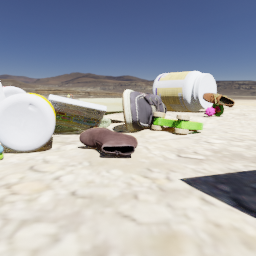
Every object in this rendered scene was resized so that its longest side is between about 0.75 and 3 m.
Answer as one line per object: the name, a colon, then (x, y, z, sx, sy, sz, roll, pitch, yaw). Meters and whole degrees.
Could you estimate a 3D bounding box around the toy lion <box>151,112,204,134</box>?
toy lion: (1.326, -0.102, 6.909, 1.267, 0.454, 1.321, 5, 4, -34)

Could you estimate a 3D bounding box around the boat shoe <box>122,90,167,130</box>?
boat shoe: (0.516, -0.496, 7.469, 0.923, 1.024, 2.848, -3, 0, 13)

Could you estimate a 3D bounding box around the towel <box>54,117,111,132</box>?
towel: (-1.539, -0.165, 7.305, 1.948, 0.355, 1.445, -3, 8, -23)

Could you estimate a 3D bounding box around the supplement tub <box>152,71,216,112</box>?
supplement tub: (2.827, -1.840, 14.198, 1.984, 1.984, 2.729, -7, 10, -44)

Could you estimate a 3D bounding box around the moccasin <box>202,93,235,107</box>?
moccasin: (3.432, -1.071, 10.615, 1.210, 0.443, 0.467, 24, -1, 11)

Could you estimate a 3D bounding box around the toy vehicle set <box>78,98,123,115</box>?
toy vehicle set: (-1.254, -0.628, 9.350, 1.809, 0.386, 2.912, -4, 0, -30)

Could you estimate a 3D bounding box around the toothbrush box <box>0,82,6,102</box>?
toothbrush box: (-3.719, -0.410, 5.519, 2.187, 0.933, 1.601, 3, 23, 32)

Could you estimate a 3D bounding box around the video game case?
video game case: (-1.148, -0.288, 6.107, 1.180, 0.135, 1.074, 11, -28, -13)

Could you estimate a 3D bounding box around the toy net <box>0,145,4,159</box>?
toy net: (-2.628, 0.337, 3.372, 2.018, 0.390, 1.059, -4, 11, -18)

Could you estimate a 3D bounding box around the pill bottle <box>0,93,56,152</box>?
pill bottle: (-1.760, -0.159, 4.976, 0.918, 0.918, 1.681, -2, 8, -14)

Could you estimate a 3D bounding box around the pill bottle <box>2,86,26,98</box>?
pill bottle: (-3.326, -0.512, 7.206, 1.076, 1.076, 1.857, -7, 9, -44)

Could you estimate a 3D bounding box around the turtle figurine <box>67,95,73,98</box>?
turtle figurine: (-2.553, -0.981, 11.421, 0.661, 0.820, 0.264, -1, 34, -32)

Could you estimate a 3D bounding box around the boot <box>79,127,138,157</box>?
boot: (-0.341, 0.208, 4.296, 0.982, 0.355, 0.817, 4, 6, 4)

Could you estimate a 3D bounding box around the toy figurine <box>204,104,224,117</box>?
toy figurine: (3.210, -0.648, 10.886, 0.711, 0.580, 0.773, -13, -8, -39)
